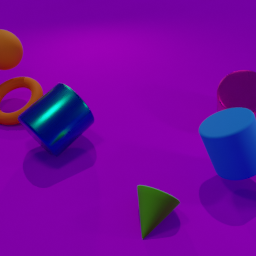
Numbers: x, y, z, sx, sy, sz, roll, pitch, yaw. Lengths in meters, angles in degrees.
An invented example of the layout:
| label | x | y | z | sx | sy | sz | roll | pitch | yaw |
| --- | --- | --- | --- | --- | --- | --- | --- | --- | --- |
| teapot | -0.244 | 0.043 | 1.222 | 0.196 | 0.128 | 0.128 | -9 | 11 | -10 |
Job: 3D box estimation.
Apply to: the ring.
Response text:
| label | x | y | z | sx | sy | sz | roll | pitch | yaw |
| --- | --- | --- | --- | --- | --- | --- | --- | --- | --- |
| ring | -3.436 | -0.858 | 8.541 | 1.743 | 0.349 | 1.743 | -5 | 58 | 8 |

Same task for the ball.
| label | x | y | z | sx | sy | sz | roll | pitch | yaw |
| --- | --- | --- | --- | --- | --- | --- | --- | --- | --- |
| ball | -3.869 | -2.391 | 8.610 | 1.213 | 1.213 | 1.213 | 0 | 38 | 0 |

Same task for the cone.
| label | x | y | z | sx | sy | sz | roll | pitch | yaw |
| --- | --- | --- | --- | --- | --- | --- | --- | --- | --- |
| cone | 0.448 | 1.748 | 5.534 | 0.919 | 0.919 | 0.923 | 16 | 68 | 19 |

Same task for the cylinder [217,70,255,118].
| label | x | y | z | sx | sy | sz | roll | pitch | yaw |
| --- | --- | --- | --- | --- | --- | --- | --- | --- | --- |
| cylinder | 3.069 | -0.730 | 7.594 | 1.259 | 1.259 | 1.259 | -5 | 71 | 16 |

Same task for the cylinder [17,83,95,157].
| label | x | y | z | sx | sy | sz | roll | pitch | yaw |
| --- | --- | --- | --- | --- | --- | --- | --- | --- | --- |
| cylinder | -1.771 | -0.195 | 7.004 | 1.352 | 1.352 | 1.352 | 32 | 67 | 34 |

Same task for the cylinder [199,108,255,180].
| label | x | y | z | sx | sy | sz | roll | pitch | yaw |
| --- | --- | --- | --- | --- | --- | --- | --- | --- | --- |
| cylinder | 2.252 | 0.328 | 6.000 | 1.141 | 1.141 | 1.141 | -24 | 22 | 10 |
